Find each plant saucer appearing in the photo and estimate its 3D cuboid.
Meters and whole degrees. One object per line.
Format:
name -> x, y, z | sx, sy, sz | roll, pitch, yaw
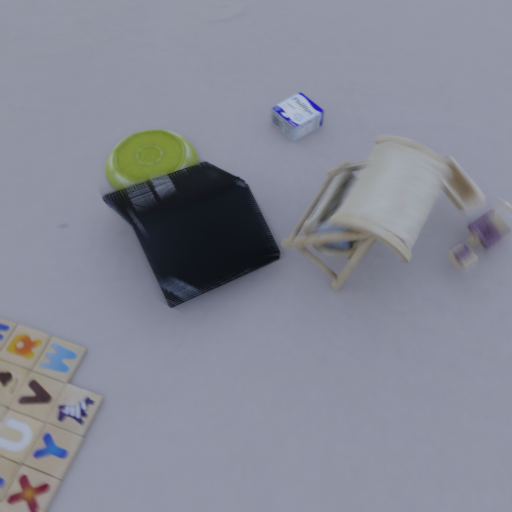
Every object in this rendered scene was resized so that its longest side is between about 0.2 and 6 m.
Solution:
plant saucer -> -2.026, -1.842, 10.737 | 1.806, 0.281, 1.806 | -1, 56, 2

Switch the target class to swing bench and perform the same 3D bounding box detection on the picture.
swing bench -> 1.728, -0.748, 8.861 | 1.265, 1.950, 1.939 | 40, 59, -11

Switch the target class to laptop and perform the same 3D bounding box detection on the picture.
laptop -> -1.133, -0.509, 9.517 | 2.107, 1.228, 2.378 | -23, 32, -24

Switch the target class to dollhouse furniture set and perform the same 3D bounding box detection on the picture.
dollhouse furniture set -> 3.448, -0.905, 9.084 | 1.336, 1.197, 1.687 | -32, 78, -17

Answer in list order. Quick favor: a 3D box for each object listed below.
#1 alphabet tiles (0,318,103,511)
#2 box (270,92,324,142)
alphabet tiles -> -4.298, 2.294, 8.112 | 3.718, 0.118, 3.094 | 17, 58, 11
box -> 0.826, -2.820, 11.333 | 0.802, 0.421, 0.737 | -34, 63, -21
